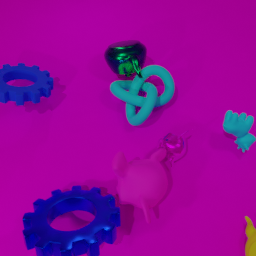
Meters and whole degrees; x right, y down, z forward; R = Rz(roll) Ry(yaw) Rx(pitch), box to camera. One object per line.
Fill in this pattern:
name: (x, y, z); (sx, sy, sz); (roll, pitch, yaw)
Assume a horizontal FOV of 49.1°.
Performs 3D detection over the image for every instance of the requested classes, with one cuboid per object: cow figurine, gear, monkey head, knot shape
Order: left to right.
gear: (-2.944, -1.241, 7.692); (1.708, 0.316, 1.708); (8, 38, -6)
gear: (-1.140, 1.897, 5.789); (1.939, 0.359, 1.939); (-1, 23, 0)
monkey head: (0.280, 1.101, 6.274); (1.132, 1.352, 1.879); (0, 48, 23)
knot shape: (0.488, -1.011, 7.722); (1.651, 0.815, 1.765); (-30, 54, 0)
monkey head: (1.095, 0.474, 7.000); (0.655, 0.783, 1.088); (24, 97, 25)
cow figurine: (2.723, 0.097, 6.908); (0.962, 0.946, 0.528); (8, 16, -18)

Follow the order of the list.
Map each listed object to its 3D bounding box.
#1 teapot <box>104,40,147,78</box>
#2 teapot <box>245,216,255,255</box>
teapot: (-0.024, -1.968, 8.149); (1.250, 0.984, 2.010); (-17, 29, -15)
teapot: (2.961, 2.530, 5.743); (0.814, 1.033, 1.662); (1, 39, -47)
